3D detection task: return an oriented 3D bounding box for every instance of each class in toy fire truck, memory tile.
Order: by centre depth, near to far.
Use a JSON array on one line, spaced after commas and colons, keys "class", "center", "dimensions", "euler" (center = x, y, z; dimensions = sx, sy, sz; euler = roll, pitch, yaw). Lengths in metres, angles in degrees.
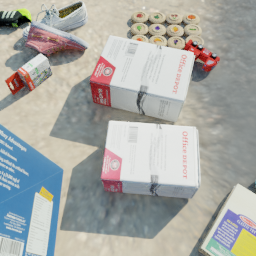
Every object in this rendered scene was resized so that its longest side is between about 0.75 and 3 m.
[{"class": "toy fire truck", "center": [2.086, -2.335, 9.510], "dimensions": [1.712, 0.417, 1.208], "euler": [37, 78, 11]}, {"class": "memory tile", "center": [1.419, -3.641, 10.456], "dimensions": [2.671, 0.224, 2.047], "euler": [2, 60, 1]}]

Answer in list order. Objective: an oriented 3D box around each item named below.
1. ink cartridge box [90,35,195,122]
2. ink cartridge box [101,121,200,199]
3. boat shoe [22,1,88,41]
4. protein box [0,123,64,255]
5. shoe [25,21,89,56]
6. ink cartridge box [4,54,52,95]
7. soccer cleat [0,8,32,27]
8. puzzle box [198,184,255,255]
[{"class": "ink cartridge box", "center": [0.473, -1.546, 8.669], "dimensions": [2.760, 1.156, 1.991], "euler": [14, 60, 8]}, {"class": "ink cartridge box", "center": [0.606, 0.818, 7.371], "dimensions": [2.370, 1.005, 1.726], "euler": [4, 59, 4]}, {"class": "boat shoe", "center": [-2.678, -4.010, 10.161], "dimensions": [2.569, 1.095, 0.949], "euler": [-24, 62, -14]}, {"class": "protein box", "center": [-2.829, 1.664, 5.655], "dimensions": [1.758, 2.587, 2.606], "euler": [-13, 55, 17]}, {"class": "shoe", "center": [-2.476, -2.893, 9.783], "dimensions": [2.080, 0.743, 0.946], "euler": [19, 93, -10]}, {"class": "ink cartridge box", "center": [-3.127, -1.628, 8.939], "dimensions": [0.363, 0.786, 1.442], "euler": [35, 66, 19]}, {"class": "soccer cleat", "center": [-4.474, -4.066, 10.537], "dimensions": [1.651, 0.557, 0.669], "euler": [-19, 67, -13]}, {"class": "puzzle box", "center": [3.402, 2.913, 6.500], "dimensions": [2.968, 0.377, 1.974], "euler": [33, 65, 18]}]
